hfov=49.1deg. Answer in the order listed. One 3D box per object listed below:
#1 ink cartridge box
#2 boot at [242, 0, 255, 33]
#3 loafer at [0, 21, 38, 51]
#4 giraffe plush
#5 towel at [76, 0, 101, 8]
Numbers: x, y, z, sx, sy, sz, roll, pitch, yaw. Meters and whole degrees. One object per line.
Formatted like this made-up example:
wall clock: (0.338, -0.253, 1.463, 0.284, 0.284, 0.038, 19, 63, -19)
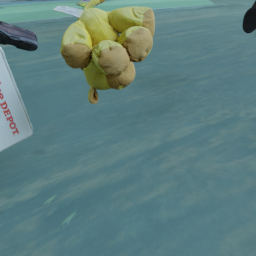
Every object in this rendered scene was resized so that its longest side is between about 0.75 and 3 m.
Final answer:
ink cartridge box: (-2.367, -0.148, 3.406, 1.938, 1.421, 0.805, -32, 40, -31)
boot: (3.669, -3.047, 8.027, 0.511, 1.404, 1.491, 15, -7, 25)
loafer: (-2.825, -2.229, 6.555, 1.441, 0.518, 0.454, 11, 63, -40)
giraffe plush: (-0.290, -0.845, 3.434, 1.280, 1.038, 1.104, 35, 63, 28)
towel: (-0.750, -3.037, 6.627, 0.831, 0.095, 0.597, -39, 50, -19)
